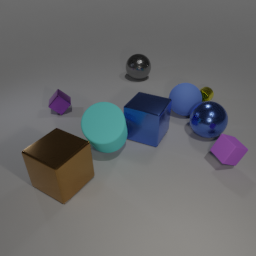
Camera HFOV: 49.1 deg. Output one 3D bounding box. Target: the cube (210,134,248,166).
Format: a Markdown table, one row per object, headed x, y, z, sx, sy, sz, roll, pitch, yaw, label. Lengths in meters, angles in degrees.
| x | y | z | sx | sy | sz | roll | pitch | yaw | label |
| --- | --- | --- | --- | --- | --- | --- | --- | --- | --- |
| 3.247 | 0.703 | 9.018 | 0.700 | 0.700 | 0.700 | 12 | 29 | -34 | cube |

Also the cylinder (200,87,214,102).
| x | y | z | sx | sy | sz | roll | pitch | yaw | label |
| --- | --- | --- | --- | --- | --- | --- | --- | --- | --- |
| 3.475 | -1.460 | 12.818 | 0.700 | 0.700 | 0.700 | 20 | 34 | 28 | cylinder |

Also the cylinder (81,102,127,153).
| x | y | z | sx | sy | sz | roll | pitch | yaw | label |
| --- | --- | --- | --- | --- | --- | --- | --- | --- | --- |
| -0.750 | 0.018 | 9.370 | 1.400 | 1.400 | 1.400 | -1 | 73 | 3 | cylinder |

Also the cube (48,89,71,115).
| x | y | z | sx | sy | sz | roll | pitch | yaw | label |
| --- | --- | --- | --- | --- | --- | --- | --- | --- | --- |
| -2.990 | -1.141 | 12.282 | 0.700 | 0.700 | 0.700 | 34 | 20 | -29 | cube |

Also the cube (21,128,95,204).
| x | y | z | sx | sy | sz | roll | pitch | yaw | label |
| --- | --- | --- | --- | --- | --- | --- | --- | --- | --- |
| -2.015 | 1.080 | 8.329 | 1.400 | 1.400 | 1.400 | 20 | 41 | 28 | cube |

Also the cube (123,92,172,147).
| x | y | z | sx | sy | sz | roll | pitch | yaw | label |
| --- | --- | --- | --- | --- | --- | --- | --- | --- | --- |
| 0.736 | -0.359 | 10.636 | 1.400 | 1.400 | 1.400 | 15 | 36 | 20 | cube |

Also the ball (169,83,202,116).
| x | y | z | sx | sy | sz | roll | pitch | yaw | label |
| --- | --- | --- | --- | --- | --- | --- | --- | --- | --- |
| 2.448 | -1.228 | 11.995 | 1.400 | 1.400 | 1.400 | 0 | 32 | 0 | ball |

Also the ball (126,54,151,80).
| x | y | z | sx | sy | sz | roll | pitch | yaw | label |
| --- | --- | --- | --- | --- | --- | --- | --- | --- | --- |
| 0.566 | -3.355 | 15.367 | 1.400 | 1.400 | 1.400 | 0 | 32 | 0 | ball |

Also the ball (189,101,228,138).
| x | y | z | sx | sy | sz | roll | pitch | yaw | label |
| --- | --- | --- | --- | --- | --- | --- | --- | --- | --- |
| 3.033 | -0.315 | 10.556 | 1.400 | 1.400 | 1.400 | 0 | 32 | 0 | ball |
